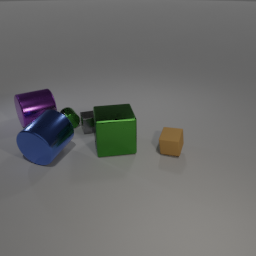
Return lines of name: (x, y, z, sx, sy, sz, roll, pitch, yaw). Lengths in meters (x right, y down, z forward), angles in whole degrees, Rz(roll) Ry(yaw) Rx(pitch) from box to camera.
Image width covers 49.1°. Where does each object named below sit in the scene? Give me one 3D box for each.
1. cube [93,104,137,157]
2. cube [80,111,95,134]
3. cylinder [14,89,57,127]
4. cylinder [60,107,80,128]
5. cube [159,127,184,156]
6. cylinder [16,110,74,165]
cube: (-0.488, 0.053, 10.164, 1.400, 1.400, 1.400, -5, 28, -8)
cube: (-1.546, -0.247, 11.512, 0.700, 0.700, 0.700, -9, 29, -16)
cylinder: (-3.916, -0.861, 11.886, 1.400, 1.400, 1.400, -17, 33, -29)
cylinder: (-2.459, -0.419, 11.778, 0.700, 0.700, 0.700, -15, 35, -25)
cube: (1.529, 0.469, 9.822, 0.700, 0.700, 0.700, 6, 41, 21)
cylinder: (-2.786, 0.305, 9.552, 1.400, 1.400, 1.400, 11, 37, 19)
